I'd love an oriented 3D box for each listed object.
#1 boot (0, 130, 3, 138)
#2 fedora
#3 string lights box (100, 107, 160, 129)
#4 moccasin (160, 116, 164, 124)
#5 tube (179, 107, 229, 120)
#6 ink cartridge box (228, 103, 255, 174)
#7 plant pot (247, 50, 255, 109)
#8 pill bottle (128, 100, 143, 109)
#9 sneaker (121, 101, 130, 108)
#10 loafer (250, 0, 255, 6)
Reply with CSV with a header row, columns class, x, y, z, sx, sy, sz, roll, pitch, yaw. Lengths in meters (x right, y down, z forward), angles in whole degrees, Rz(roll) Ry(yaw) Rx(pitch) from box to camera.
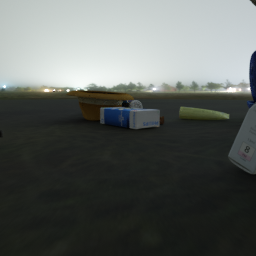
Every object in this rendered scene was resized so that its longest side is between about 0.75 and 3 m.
class,x,y,z,sx,sy,sz,roll,pitch,yaw
boot,-3.657,0.013,5.488,1.949,0.675,1.697,-2,7,-37
fedora,-1.095,-0.868,10.859,2.681,1.093,2.681,4,9,-1
string lights box,0.021,-0.335,8.741,0.942,0.540,1.833,-6,9,-39
moccasin,0.788,-0.309,9.397,0.877,0.339,0.321,4,8,30
tube,2.943,-0.512,10.855,1.864,0.541,0.484,5,-31,18
ink cartridge box,2.309,-0.420,3.700,1.637,2.014,0.575,-5,27,-37
plant pot,6.134,-1.651,10.995,2.745,2.468,2.745,8,9,18
pill bottle,-0.058,-0.854,12.168,0.728,0.728,1.310,-6,9,-42
sneaker,-0.812,-0.903,12.088,2.174,0.815,0.942,-4,-6,30
loafer,3.483,-3.019,6.628,1.826,0.637,0.638,46,22,12
